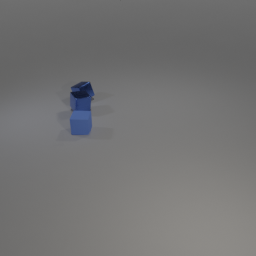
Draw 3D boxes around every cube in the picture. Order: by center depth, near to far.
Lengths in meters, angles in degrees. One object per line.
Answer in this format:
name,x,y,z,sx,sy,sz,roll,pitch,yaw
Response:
cube,-1.791,-0.200,10.745,0.700,0.700,0.700,1,31,2
cube,-2.051,-1.134,12.073,0.700,0.700,0.700,-11,36,-28
cube,-2.130,-1.729,13.183,0.700,0.700,0.700,11,38,45
